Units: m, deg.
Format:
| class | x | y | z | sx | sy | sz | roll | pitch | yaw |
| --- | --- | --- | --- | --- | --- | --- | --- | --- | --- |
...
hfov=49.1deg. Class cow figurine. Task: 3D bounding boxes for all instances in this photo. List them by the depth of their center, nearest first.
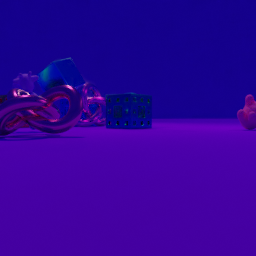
| class | x | y | z | sx | sy | sz | roll | pitch | yaw |
| --- | --- | --- | --- | --- | --- | --- | --- | --- | --- |
| cow figurine | -2.190 | -0.642 | 6.322 | 0.598 | 1.073 | 1.090 | -22 | 53 | -40 |
| cow figurine | 3.485 | -0.344 | 7.601 | 0.673 | 1.226 | 1.207 | 19 | -27 | 43 |

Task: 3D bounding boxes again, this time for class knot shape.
| class | x | y | z | sx | sy | sz | roll | pitch | yaw |
| --- | --- | --- | --- | --- | --- | --- | --- | --- | --- |
| knot shape | -1.656 | -0.288 | 4.790 | 1.529 | 0.707 | 1.431 | 8 | 21 | 35 |
| knot shape | -1.187 | -0.686 | 10.330 | 1.616 | 1.727 | 0.798 | 25 | -15 | -17 |

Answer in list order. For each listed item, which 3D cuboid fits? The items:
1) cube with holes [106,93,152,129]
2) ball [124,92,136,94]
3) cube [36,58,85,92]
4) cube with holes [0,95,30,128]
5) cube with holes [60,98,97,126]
| class | x | y | z | sx | sy | sz | roll | pitch | yaw |
| --- | --- | --- | --- | --- | --- | --- | --- | --- | --- |
| cube with holes | 0.030 | -0.495 | 8.544 | 1.006 | 1.006 | 1.006 | 2 | 3 | 41 |
| ball | 0.073 | -0.745 | 10.943 | 1.286 | 1.286 | 1.286 | 0 | 2 | 0 |
| cube | -2.570 | -1.841 | 10.678 | 1.140 | 1.140 | 1.140 | -26 | 8 | 30 |
| cube with holes | -3.800 | -0.552 | 9.471 | 1.055 | 1.055 | 1.055 | 1 | 2 | 35 |
| cube with holes | -1.967 | -0.641 | 11.273 | 1.106 | 1.106 | 1.106 | -2 | 3 | -43 |
